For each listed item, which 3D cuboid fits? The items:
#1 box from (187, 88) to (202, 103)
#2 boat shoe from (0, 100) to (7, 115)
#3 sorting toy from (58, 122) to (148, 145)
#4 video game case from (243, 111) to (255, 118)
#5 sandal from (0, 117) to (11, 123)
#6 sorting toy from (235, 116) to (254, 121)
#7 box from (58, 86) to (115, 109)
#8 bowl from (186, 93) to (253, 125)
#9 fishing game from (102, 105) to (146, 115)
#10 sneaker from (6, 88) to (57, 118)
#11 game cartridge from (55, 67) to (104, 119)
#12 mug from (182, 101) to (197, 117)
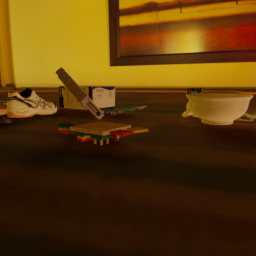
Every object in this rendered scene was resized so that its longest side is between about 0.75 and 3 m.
[{"bbox_3d":[3.544,-1.507,14.808,0.640,1.217,1.486,3,10,19],"label":"box"},{"bbox_3d":[-5.978,-0.932,12.990,0.878,0.826,2.305,12,11,3],"label":"boat shoe"},{"bbox_3d":[-0.677,0.143,7.677,2.509,0.424,1.210,6,12,35],"label":"sorting toy"},{"bbox_3d":[6.006,-0.634,12.909,1.248,0.152,1.745,0,10,5],"label":"video game case"},{"bbox_3d":[-4.921,-0.353,10.562,1.120,0.306,0.458,1,-6,17],"label":"sandal"},{"bbox_3d":[4.647,-0.411,11.619,0.883,0.161,0.818,0,10,3],"label":"sorting toy"},{"bbox_3d":[-2.351,-1.806,16.278,2.451,1.286,2.254,5,11,30],"label":"box"},{"bbox_3d":[3.449,-0.747,10.793,2.458,1.105,2.458,0,10,0],"label":"bowl"},{"bbox_3d":[-0.364,-0.794,13.353,2.386,0.371,1.709,-5,8,17],"label":"fishing game"},{"bbox_3d":[-4.374,-1.237,13.153,1.103,1.278,2.916,2,8,22],"label":"sneaker"},{"bbox_3d":[-1.717,-1.192,10.259,1.530,0.453,2.360,44,-3,15],"label":"game cartridge"},{"bbox_3d":[2.956,-0.861,12.450,1.254,0.926,1.099,-33,6,-9],"label":"mug"}]
